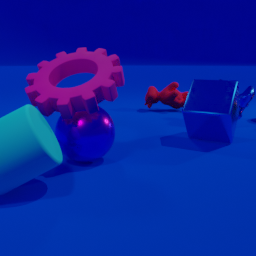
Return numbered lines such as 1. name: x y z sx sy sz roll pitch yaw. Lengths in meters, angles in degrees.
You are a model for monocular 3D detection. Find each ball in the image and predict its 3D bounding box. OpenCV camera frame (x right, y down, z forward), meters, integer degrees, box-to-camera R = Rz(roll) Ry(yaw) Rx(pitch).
1. ball: -0.774 0.086 5.102 1.083 1.083 1.083 0 14 0

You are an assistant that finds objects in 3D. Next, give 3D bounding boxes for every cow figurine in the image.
1. cow figurine: 1.380 -1.082 10.275 1.422 0.781 1.399 29 -40 -30

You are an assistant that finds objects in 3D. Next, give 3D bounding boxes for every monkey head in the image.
1. monkey head: 2.909 -0.807 8.132 1.098 1.311 1.822 25 51 1

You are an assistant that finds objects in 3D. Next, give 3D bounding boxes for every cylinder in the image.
1. cylinder: -1.529 0.290 3.834 0.930 0.930 0.930 -28 17 -2

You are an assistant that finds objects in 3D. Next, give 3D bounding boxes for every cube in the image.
1. cube: 1.914 -0.389 6.371 1.013 1.013 1.013 7 55 27

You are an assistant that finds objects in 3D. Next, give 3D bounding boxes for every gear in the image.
1. gear: -0.920 -0.844 4.907 1.666 0.308 1.666 -6 45 6
